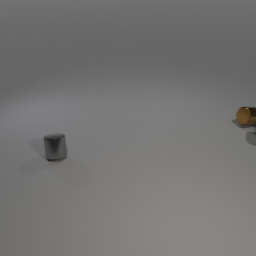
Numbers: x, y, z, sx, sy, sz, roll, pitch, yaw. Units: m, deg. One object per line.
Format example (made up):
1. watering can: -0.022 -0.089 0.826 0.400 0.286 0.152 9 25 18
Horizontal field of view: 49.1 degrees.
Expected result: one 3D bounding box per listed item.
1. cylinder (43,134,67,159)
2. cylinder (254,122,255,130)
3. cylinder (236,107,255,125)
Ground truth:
1. cylinder: -2.397 0.600 9.240 0.700 0.700 0.700 -3 13 1
2. cylinder: 4.851 -0.025 9.798 0.700 0.700 0.700 8 11 15
3. cylinder: 4.831 -0.490 11.163 0.700 0.700 0.700 1 26 -26
